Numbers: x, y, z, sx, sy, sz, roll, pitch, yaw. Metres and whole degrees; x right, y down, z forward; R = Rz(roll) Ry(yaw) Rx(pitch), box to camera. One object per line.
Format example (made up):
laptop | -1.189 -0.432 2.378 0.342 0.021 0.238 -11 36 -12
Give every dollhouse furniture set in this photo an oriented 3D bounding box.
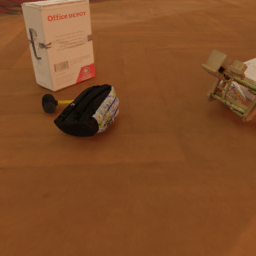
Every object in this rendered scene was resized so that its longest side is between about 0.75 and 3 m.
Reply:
dollhouse furniture set | 3.279 -0.896 7.804 2.305 1.282 2.039 38 16 33

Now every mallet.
mallet | -1.741 -0.811 9.247 2.161 0.445 0.712 -1 33 -11

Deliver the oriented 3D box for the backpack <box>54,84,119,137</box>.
backpack | -1.011 -0.536 8.096 1.436 1.353 1.760 -1 54 35

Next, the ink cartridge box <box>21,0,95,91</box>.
ink cartridge box | -2.503 -3.203 10.558 1.258 2.967 2.161 26 40 35

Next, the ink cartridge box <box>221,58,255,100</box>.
ink cartridge box | 4.946 -1.908 10.676 2.004 0.509 2.275 -17 36 -12

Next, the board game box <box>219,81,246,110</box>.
board game box | 3.525 -1.235 9.605 0.582 0.572 1.110 42 29 -18
